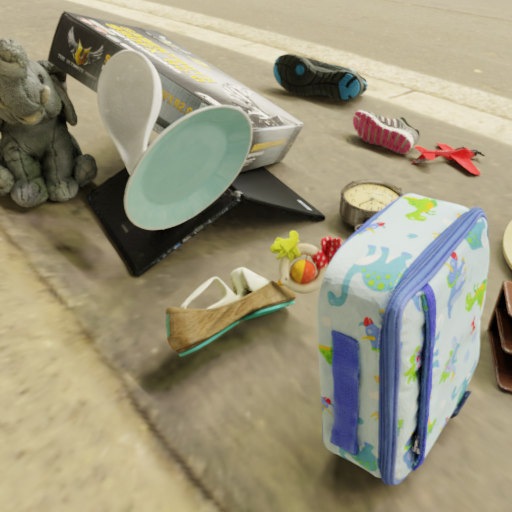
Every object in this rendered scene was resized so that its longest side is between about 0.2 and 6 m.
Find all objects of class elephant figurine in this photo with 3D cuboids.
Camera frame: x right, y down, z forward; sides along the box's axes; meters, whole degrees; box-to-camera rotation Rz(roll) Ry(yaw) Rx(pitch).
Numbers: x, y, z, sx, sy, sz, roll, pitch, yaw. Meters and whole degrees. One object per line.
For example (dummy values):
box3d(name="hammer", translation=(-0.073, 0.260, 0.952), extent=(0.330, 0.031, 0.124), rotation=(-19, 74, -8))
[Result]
box3d(name="elephant figurine", translation=(-4.194, -2.740, 10.432), extent=(2.487, 3.206, 2.268), rotation=(18, 39, 24))

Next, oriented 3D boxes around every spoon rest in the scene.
box3d(name="spoon rest", translation=(-1.824, -1.973, 8.911), extent=(1.329, 2.675, 0.811), rotation=(-24, -3, 32))

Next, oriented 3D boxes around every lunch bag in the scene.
box3d(name="lunch bag", translation=(1.525, 0.890, 5.812), extent=(1.097, 2.660, 2.139), rotation=(20, 40, 36))

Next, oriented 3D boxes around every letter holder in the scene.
box3d(name="letter holder", translation=(3.977, 1.141, 7.003), extent=(1.775, 0.893, 1.262), rotation=(7, 38, 10))

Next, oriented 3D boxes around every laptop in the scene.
box3d(name="laptop", translation=(-1.022, -0.939, 10.536), extent=(3.315, 1.712, 2.938), rotation=(-38, 44, -6))

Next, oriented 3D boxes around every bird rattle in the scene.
box3d(name="bird rattle", translation=(0.694, 0.092, 7.662), extent=(1.046, 0.853, 0.589), rotation=(13, 4, -11))

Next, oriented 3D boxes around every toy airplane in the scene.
box3d(name="toy airplane", translation=(4.152, -2.210, 12.207), extent=(1.652, 0.304, 1.652), rotation=(0, 34, 0))

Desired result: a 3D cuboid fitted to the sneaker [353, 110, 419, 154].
box3d(name="sneaker", translation=(3.034, -2.921, 12.947), extent=(0.761, 0.642, 1.739), rotation=(-27, 48, -34))

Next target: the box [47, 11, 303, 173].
box3d(name="box", translation=(-1.377, -3.178, 10.992), extent=(4.089, 0.988, 3.239), rotation=(35, 25, 11))

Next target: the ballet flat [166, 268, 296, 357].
box3d(name="ballet flat", translation=(-0.335, 0.614, 7.530), extent=(2.141, 0.774, 0.726), rotation=(-21, -3, -37))

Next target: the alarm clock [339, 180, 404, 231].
box3d(name="alarm clock", translation=(2.036, -0.804, 10.009), extent=(1.140, 0.563, 1.690), rotation=(11, 35, 14))

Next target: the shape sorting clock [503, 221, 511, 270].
box3d(name="shape sorting clock", translation=(5.502, -0.021, 8.872), extent=(2.963, 0.581, 2.963), rotation=(-3, 39, 2))

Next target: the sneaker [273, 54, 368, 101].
box3d(name="sneaker", translation=(1.767, -4.906, 15.610), extent=(2.761, 1.011, 1.131), rotation=(25, 28, 21))

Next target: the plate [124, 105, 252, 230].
box3d(name="plate", translation=(-0.990, -1.283, 8.040), extent=(2.239, 2.239, 0.286), rotation=(-29, 66, -34))

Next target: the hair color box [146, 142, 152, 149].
box3d(name="hair color box", translation=(-2.225, -2.265, 12.291), extent=(0.958, 0.293, 0.486), rotation=(4, 36, 4))
